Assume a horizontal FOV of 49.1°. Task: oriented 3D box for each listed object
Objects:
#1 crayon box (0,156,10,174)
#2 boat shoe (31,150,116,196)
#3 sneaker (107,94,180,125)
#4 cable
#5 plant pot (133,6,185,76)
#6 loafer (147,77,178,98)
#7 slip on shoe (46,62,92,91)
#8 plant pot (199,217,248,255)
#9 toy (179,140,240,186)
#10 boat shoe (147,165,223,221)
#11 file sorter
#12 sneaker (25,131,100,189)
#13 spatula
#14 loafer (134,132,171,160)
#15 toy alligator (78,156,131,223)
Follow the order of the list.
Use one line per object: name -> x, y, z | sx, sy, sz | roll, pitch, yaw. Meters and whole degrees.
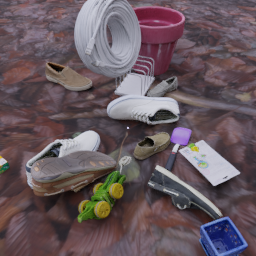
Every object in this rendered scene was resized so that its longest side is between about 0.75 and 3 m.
crayon box -> -4.223, 1.256, 8.503 | 0.596, 0.292, 1.003 | 28, 47, 29
boat shoe -> -1.510, 1.292, 7.974 | 2.606, 0.936, 0.987 | -4, 29, -37
sneaker -> 0.604, -0.620, 10.196 | 2.694, 0.984, 0.954 | -5, 37, -6
cable -> -0.641, -3.334, 10.331 | 1.009, 2.915, 2.915 | 6, -7, 36
plant pot -> 1.102, -3.944, 12.961 | 2.783, 2.491, 2.783 | 0, 40, 0
loafer -> 1.463, -1.726, 11.826 | 1.634, 0.570, 0.571 | -31, 49, -31
slip on shoe -> -2.673, -2.331, 12.419 | 2.400, 0.727, 0.912 | 23, 45, 25
plant pot -> 2.144, 2.671, 6.498 | 0.796, 0.716, 0.796 | -13, 42, -14
toy -> 2.434, 1.112, 8.603 | 0.973, 0.399, 1.689 | -20, 44, -19
boat shoe -> 1.515, 1.868, 7.624 | 2.138, 0.768, 0.723 | 32, 86, 23
file sorter -> 0.331, -2.246, 12.035 | 1.240, 1.112, 1.786 | 14, 42, 16
sneaker -> -1.869, 0.775, 8.546 | 0.997, 0.966, 2.729 | 25, 46, 27
spatula -> 1.543, 0.731, 9.188 | 0.615, 0.223, 2.175 | 14, 42, 18
loafer -> 0.842, 0.516, 9.209 | 1.520, 0.513, 0.578 | -31, 49, -31
toy alligator -> -0.461, 1.746, 7.677 | 0.830, 0.602, 2.505 | -9, 28, 43
